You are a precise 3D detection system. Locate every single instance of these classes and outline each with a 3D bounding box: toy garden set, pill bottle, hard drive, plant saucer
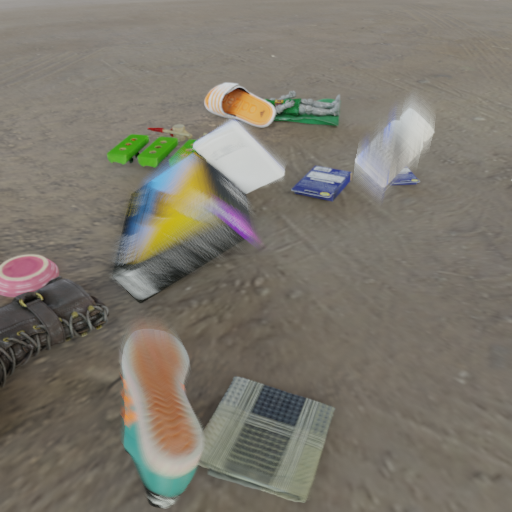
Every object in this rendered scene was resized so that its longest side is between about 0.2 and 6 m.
[{"bbox_3d":[-1.690,-2.455,13.036,2.691,0.537,2.243,8,35,14],"label":"toy garden set"},{"bbox_3d":[1.716,-1.339,6.936,0.516,0.907,0.516,40,14,-12],"label":"pill bottle"},{"bbox_3d":[-0.232,-1.387,8.008,0.755,1.144,0.145,-22,47,32],"label":"hard drive"},{"bbox_3d":[-3.677,0.272,8.903,1.003,0.254,1.003,0,33,0],"label":"plant saucer"}]

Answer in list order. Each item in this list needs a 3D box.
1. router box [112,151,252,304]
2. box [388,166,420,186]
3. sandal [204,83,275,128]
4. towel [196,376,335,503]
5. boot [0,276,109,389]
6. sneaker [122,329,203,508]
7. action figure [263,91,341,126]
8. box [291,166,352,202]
[{"bbox_3d":[-1.181,-0.716,9.128,2.069,0.708,2.773,-31,30,12],"label":"router box"},{"bbox_3d":[3.106,-1.741,12.184,0.606,0.162,1.000,-3,31,-4],"label":"box"},{"bbox_3d":[-0.555,-4.236,15.245,2.529,0.969,0.725,28,2,35],"label":"sandal"},{"bbox_3d":[0.092,2.006,6.237,1.330,0.239,1.381,14,33,16],"label":"towel"},{"bbox_3d":[-2.906,1.089,6.998,2.264,0.900,2.601,-22,36,-30],"label":"boot"},{"bbox_3d":[-1.116,1.654,6.011,0.762,0.853,2.135,10,26,-21],"label":"sneaker"},{"bbox_3d":[0.952,-4.100,15.495,2.699,0.738,1.594,2,35,10],"label":"action figure"},{"bbox_3d":[1.368,-1.485,11.710,0.857,0.229,1.415,15,34,23],"label":"box"}]
